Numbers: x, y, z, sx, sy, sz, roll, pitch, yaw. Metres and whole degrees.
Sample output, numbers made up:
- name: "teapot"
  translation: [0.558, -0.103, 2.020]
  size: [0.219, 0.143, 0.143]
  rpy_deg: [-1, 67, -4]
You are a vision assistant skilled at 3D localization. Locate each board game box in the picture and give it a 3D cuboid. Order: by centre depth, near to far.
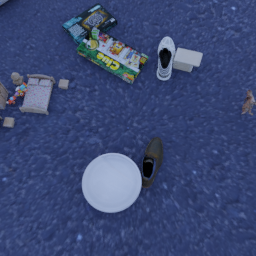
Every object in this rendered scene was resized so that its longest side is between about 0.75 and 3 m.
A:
- name: "board game box"
  translation: [-0.706, -3.307, 12.668]
  size: [2.935, 0.344, 1.538]
  rpy_deg: [30, 75, 5]
- name: "board game box"
  translation: [-1.836, -4.988, 13.505]
  size: [2.244, 0.316, 1.518]
  rpy_deg: [-37, 73, -13]

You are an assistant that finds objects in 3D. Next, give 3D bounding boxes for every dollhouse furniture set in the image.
- name: "dollhouse furniture set"
  translation: [-4.169, -1.229, 11.383]
  size: [2.968, 1.449, 2.531]
  rpy_deg: [4, 69, 2]

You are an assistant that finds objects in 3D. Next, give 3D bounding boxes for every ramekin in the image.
- name: "ramekin"
  translation: [-0.567, 2.056, 10.300]
  size: [2.131, 0.992, 2.131]
  rpy_deg: [0, 68, 1]

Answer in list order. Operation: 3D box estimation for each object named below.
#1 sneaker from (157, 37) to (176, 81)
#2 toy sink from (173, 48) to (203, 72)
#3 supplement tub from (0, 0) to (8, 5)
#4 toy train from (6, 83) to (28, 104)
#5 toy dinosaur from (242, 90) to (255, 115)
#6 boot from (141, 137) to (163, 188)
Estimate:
- name: "sneaker"
  translation: [1.751, -3.339, 12.313]
  size: [0.843, 1.285, 2.234]
  rpy_deg: [7, 68, 3]
- name: "toy sink"
  translation: [2.663, -2.997, 12.534]
  size: [1.141, 0.639, 0.743]
  rpy_deg: [16, 69, 12]
- name: "supplement tub"
  translation: [-6.661, -6.673, 13.515]
  size: [2.374, 1.566, 1.566]
  rpy_deg: [-42, 74, -14]
- name: "toy train"
  translation: [-4.606, -1.406, 11.790]
  size: [0.324, 1.164, 0.874]
  rpy_deg: [43, 40, -13]
- name: "toy dinosaur"
  translation: [4.812, -0.932, 11.230]
  size: [1.102, 0.473, 0.747]
  rpy_deg: [-52, 33, -2]
- name: "boot"
  translation: [0.949, 1.191, 10.630]
  size: [0.790, 1.025, 2.114]
  rpy_deg: [14, 69, 6]
